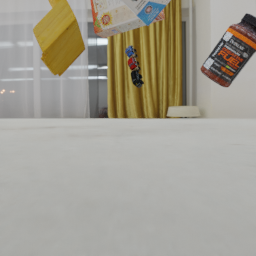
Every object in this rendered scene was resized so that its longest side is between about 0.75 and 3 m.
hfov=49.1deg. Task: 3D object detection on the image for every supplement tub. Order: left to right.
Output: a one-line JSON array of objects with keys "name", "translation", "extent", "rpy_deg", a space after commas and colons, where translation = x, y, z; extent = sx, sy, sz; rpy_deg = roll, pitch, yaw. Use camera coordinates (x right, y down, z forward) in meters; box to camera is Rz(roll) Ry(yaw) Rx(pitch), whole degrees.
[{"name": "supplement tub", "translation": [3.653, -2.668, 9.665], "extent": [1.260, 2.356, 1.260], "rpy_deg": [26, 24, -13]}]

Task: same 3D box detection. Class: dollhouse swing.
[{"name": "dollhouse swing", "translation": [-1.898, -2.395, 6.746], "extent": [1.428, 1.476, 1.624], "rpy_deg": [41, -6, 3]}]

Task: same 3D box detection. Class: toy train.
[{"name": "toy train", "translation": [0.232, -2.804, 12.437], "extent": [0.568, 2.480, 0.423], "rpy_deg": [24, -46, -39]}]

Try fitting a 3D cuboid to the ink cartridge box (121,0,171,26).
[{"name": "ink cartridge box", "translation": [0.118, -1.930, 3.622], "extent": [0.919, 0.674, 0.671], "rpy_deg": [37, 19, -19]}]

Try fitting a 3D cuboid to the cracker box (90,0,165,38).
[{"name": "cracker box", "translation": [-0.049, -3.177, 7.177], "extent": [1.811, 1.213, 0.523], "rpy_deg": [-8, -3, 25]}]
